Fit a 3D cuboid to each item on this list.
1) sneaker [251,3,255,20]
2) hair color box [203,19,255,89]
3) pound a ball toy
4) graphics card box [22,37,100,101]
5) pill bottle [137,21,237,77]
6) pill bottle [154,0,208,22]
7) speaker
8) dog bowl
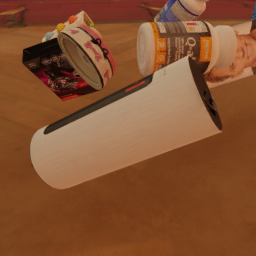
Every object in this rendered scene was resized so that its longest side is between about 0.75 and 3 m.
[{"bbox_3d":[3.479,-2.862,7.524,0.472,1.204,0.397,-6,6,-12],"label":"sneaker"},{"bbox_3d":[2.769,-1.895,6.905,2.585,1.293,0.782,-18,13,-8],"label":"hair color box"},{"bbox_3d":[-1.686,-2.664,8.148,1.813,0.770,1.182,-26,43,20],"label":"pound a ball toy"},{"bbox_3d":[-1.585,-1.414,7.028,1.177,1.876,0.477,-13,62,13],"label":"graphics card box"},{"bbox_3d":[1.158,-1.617,5.733,1.836,1.068,1.068,-5,31,-8],"label":"pill bottle"},{"bbox_3d":[1.683,-3.613,8.457,1.000,1.784,1.000,17,55,-26],"label":"pill bottle"},{"bbox_3d":[-0.081,0.025,3.769,2.487,1.010,1.010,-23,22,25],"label":"speaker"},{"bbox_3d":[-0.715,-1.305,5.097,0.451,1.225,1.225,-41,44,-14],"label":"dog bowl"}]
